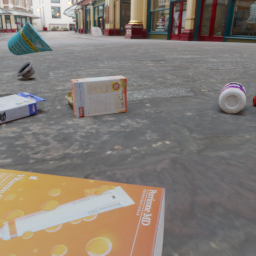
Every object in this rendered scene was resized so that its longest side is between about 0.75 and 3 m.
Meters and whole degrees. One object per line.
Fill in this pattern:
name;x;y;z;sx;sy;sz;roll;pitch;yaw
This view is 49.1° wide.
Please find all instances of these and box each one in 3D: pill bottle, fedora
pill bottle;4.366;-1.314;11.662;1.017;1.017;1.809;8;22;19
fedora;-6.236;-3.489;17.372;1.271;0.649;1.437;-46;34;-11

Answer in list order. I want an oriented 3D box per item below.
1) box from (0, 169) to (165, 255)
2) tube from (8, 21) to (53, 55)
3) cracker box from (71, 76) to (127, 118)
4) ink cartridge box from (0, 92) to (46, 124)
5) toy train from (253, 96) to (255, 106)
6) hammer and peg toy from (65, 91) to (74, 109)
box;-0.991;1.645;3.674;2.780;1.355;1.729;4;22;11
tube;-2.500;-2.159;6.999;2.037;0.789;0.513;12;64;54
cracker box;-1.100;-1.252;10.982;2.082;1.395;0.601;-8;23;-19
ink cartridge box;-4.794;-0.727;10.788;1.695;0.596;2.841;18;31;38
toy train;5.985;-1.666;11.803;1.148;1.569;2.711;5;22;10
hammer and peg toy;-1.772;-1.300;12.216;1.732;0.611;1.274;-10;22;-23
